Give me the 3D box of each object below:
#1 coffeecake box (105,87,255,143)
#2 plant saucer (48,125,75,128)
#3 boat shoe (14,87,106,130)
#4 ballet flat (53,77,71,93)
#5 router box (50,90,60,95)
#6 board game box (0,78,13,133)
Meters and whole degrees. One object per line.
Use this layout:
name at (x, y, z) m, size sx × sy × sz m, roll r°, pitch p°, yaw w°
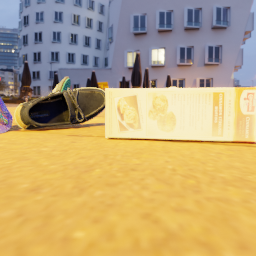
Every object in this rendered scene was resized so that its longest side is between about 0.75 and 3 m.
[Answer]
coffeecake box at (1.231, -0.379, 6.554) m, size 2.994 × 1.094 × 2.298 m, roll 1°, pitch 6°, yaw 13°
plant saucer at (-2.397, -0.210, 8.963) m, size 1.343 × 0.337 × 1.343 m, roll -1°, pitch 6°, yaw 0°
boat shoe at (-1.743, -0.581, 8.151) m, size 2.908 × 1.085 × 0.905 m, roll -16°, pitch 5°, yaw -34°
ballet flat at (-2.755, -1.233, 11.235) m, size 0.642 × 2.015 × 0.679 m, roll 26°, pitch 40°, yaw 13°
router box at (-2.884, -0.661, 9.251) m, size 1.437 × 0.477 × 1.828 m, roll -32°, pitch 13°, yaw -16°
board game box at (-3.678, -1.125, 6.941) m, size 0.520 × 2.669 × 2.108 m, roll -33°, pitch -1°, yaw 7°
